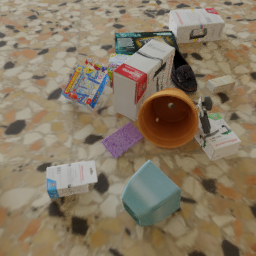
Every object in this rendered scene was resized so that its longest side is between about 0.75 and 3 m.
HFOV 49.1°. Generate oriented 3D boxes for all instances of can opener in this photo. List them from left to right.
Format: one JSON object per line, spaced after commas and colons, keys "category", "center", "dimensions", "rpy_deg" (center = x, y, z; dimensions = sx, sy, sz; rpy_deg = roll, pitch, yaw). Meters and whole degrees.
{"category": "can opener", "center": [2.432, -0.373, 8.731], "dimensions": [0.466, 1.403, 0.369], "rpy_deg": [0, 46, 25]}

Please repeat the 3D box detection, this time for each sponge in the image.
{"category": "sponge", "center": [-0.174, 0.381, 9.511], "dimensions": [1.306, 0.195, 0.728], "rpy_deg": [-35, 78, -28]}

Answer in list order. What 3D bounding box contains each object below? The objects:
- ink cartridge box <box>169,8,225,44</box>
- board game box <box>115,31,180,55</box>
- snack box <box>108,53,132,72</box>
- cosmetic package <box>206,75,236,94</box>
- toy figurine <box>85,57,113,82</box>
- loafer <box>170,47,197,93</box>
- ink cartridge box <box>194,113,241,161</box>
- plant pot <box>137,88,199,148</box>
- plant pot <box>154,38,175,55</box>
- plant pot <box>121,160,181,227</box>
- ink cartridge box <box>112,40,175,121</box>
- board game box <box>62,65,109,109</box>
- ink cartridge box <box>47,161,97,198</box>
{"category": "ink cartridge box", "center": [3.443, -5.255, 14.326], "dimensions": [2.386, 1.021, 1.761], "rpy_deg": [-6, 48, -3]}
{"category": "board game box", "center": [0.863, -4.008, 13.588], "dimensions": [2.977, 0.419, 2.013], "rpy_deg": [-3, 47, -2]}
{"category": "snack box", "center": [-0.189, -2.793, 12.418], "dimensions": [1.299, 0.440, 1.095], "rpy_deg": [8, 47, 1]}
{"category": "cosmetic package", "center": [3.845, -1.809, 11.590], "dimensions": [1.014, 0.370, 0.525], "rpy_deg": [-15, 49, -15]}
{"category": "toy figurine", "center": [-1.201, -1.910, 11.609], "dimensions": [2.036, 1.074, 1.220], "rpy_deg": [31, 83, 27]}
{"category": "loafer", "center": [2.229, -2.512, 11.930], "dimensions": [0.918, 0.804, 2.553], "rpy_deg": [-12, 48, -8]}
{"category": "ink cartridge box", "center": [2.944, 0.273, 9.496], "dimensions": [1.052, 0.607, 1.440], "rpy_deg": [-16, 49, -14]}
{"category": "plant pot", "center": [1.412, -0.507, 9.481], "dimensions": [1.958, 1.958, 1.370], "rpy_deg": [11, 32, 10]}
{"category": "plant pot", "center": [1.489, -3.271, 12.078], "dimensions": [0.997, 0.997, 0.913], "rpy_deg": [-22, 39, -19]}
{"category": "plant pot", "center": [0.544, 1.920, 7.623], "dimensions": [1.269, 1.245, 1.242], "rpy_deg": [-36, 56, -19]}
{"category": "ink cartridge box", "center": [0.603, -1.842, 10.572], "dimensions": [1.092, 1.882, 2.608], "rpy_deg": [28, 53, 21]}
{"category": "board game box", "center": [-1.650, -1.629, 10.907], "dimensions": [1.384, 0.395, 1.413], "rpy_deg": [21, 78, 24]}
{"category": "ink cartridge box", "center": [-1.660, 1.534, 8.410], "dimensions": [1.455, 0.485, 0.843], "rpy_deg": [-8, 48, -7]}
